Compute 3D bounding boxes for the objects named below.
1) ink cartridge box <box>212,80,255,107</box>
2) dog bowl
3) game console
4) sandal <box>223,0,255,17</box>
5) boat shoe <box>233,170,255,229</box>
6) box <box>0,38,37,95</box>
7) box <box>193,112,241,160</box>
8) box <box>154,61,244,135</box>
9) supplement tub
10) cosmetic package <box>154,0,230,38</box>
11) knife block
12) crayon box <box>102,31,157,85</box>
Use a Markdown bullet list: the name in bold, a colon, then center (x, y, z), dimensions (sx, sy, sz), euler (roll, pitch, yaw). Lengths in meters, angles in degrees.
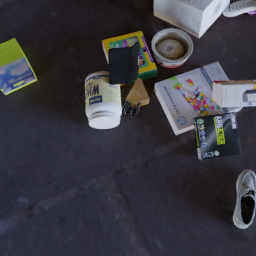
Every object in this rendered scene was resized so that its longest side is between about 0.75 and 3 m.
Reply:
- **ink cartridge box**: center (3.544, -1.089, 8.578), dimensions (1.650, 1.218, 0.706), euler (-3, 104, 4)
- **dog bowl**: center (1.756, -3.193, 11.393), dimensions (1.683, 0.621, 1.683), euler (0, 69, 0)
- **game console**: center (-0.114, -2.243, 9.698), dimensions (0.760, 1.306, 1.149), euler (12, 36, 15)
- **sandal**: center (5.353, -5.268, 12.297), dimensions (2.348, 0.577, 0.955), euler (-7, 54, 11)
- **boat shoe**: center (3.926, 2.270, 9.136), dimensions (0.690, 0.704, 1.978), euler (16, 69, 6)
- **box**: center (-4.620, -2.371, 11.096), dimensions (1.382, 0.540, 2.267), euler (-29, 71, -11)
- **box**: center (3.128, 0.273, 9.833), dimensions (1.482, 0.365, 1.534), euler (-7, 90, -4)
- **box**: center (2.628, -1.169, 10.606), dimensions (2.702, 0.556, 2.107), euler (-20, 70, -7)
- **supplement tub**: center (-0.894, -0.987, 10.131), dimensions (1.292, 1.292, 1.782), euler (-4, 68, -2)
- **cosmetic package**: center (2.719, -5.510, 11.760), dimensions (2.392, 1.471, 2.385), euler (34, 72, 21)
- **knife block**: center (0.147, -1.119, 10.647), dimensions (1.190, 0.434, 1.355), euler (-17, 70, -8)
- **crayon box**: center (0.033, -2.804, 11.259), dimensions (1.686, 0.570, 1.954), euler (-16, 69, -5)
